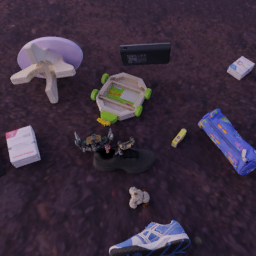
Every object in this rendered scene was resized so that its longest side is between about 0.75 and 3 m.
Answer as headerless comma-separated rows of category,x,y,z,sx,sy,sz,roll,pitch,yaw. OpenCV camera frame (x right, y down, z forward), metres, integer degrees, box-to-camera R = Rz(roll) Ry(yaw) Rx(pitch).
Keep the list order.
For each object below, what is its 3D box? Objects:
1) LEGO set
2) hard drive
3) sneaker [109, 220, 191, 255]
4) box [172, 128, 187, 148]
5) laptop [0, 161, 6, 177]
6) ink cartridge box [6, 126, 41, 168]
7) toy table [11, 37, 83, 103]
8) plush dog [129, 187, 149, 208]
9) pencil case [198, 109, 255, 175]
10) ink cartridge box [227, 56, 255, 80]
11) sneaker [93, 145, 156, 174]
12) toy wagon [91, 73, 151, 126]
LEGO set,-1.002,0.671,10.621,1.704,0.744,2.624,-24,30,-32
hard drive,0.751,-3.108,11.941,2.057,1.436,0.338,-1,78,4
sneaker,0.649,3.685,8.952,2.543,0.963,0.980,-10,34,-5
box,2.069,0.392,11.272,0.205,0.308,0.820,32,64,20
laptop,-5.738,1.341,10.800,1.569,0.971,1.675,-25,33,-15
ink cartridge box,-4.081,0.724,10.895,1.006,0.568,1.373,-18,59,-11
toy table,-3.504,-2.613,12.021,2.955,2.716,1.731,-16,40,17
plush dog,0.450,2.418,9.884,0.665,0.621,0.774,12,55,-20
pencil case,3.878,0.492,10.692,1.083,1.205,2.774,-42,60,14
ink cartridge box,5.342,-2.844,13.247,1.016,0.430,0.734,-37,64,-22
sneaker,-0.131,1.100,10.364,2.390,1.085,0.908,-4,56,-4
toy wagon,-0.434,-1.185,12.114,2.285,0.583,2.945,21,61,13
